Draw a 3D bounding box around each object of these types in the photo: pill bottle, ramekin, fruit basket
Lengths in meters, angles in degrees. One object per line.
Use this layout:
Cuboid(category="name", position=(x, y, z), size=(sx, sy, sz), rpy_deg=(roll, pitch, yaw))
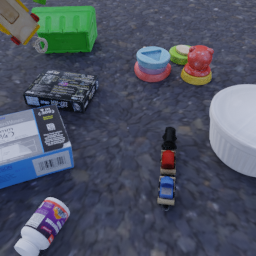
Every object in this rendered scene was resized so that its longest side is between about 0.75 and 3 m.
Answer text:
Cuboid(category="pill bottle", position=(-1.747, 2.045, 5.709), size=(0.631, 0.631, 1.133), rpy_deg=(17, 45, 18))
Cuboid(category="ramekin", position=(3.392, 0.107, 7.329), size=(2.679, 1.248, 2.679), rpy_deg=(0, 42, 0))
Cuboid(category="fruit basket", position=(-2.592, -4.417, 11.904), size=(2.708, 1.953, 2.708), rpy_deg=(1, 61, -1))

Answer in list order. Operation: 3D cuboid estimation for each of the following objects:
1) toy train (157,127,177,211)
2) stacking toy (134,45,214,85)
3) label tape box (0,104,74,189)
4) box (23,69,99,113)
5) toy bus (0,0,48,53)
Cuboid(category="toy train", position=(1.014, 0.882, 6.991), size=(0.431, 0.579, 2.527), rpy_deg=(5, 44, 6))
Cuboid(category="stacking toy", position=(1.675, -2.838, 10.516), size=(2.835, 1.197, 2.566), rpy_deg=(1, 43, 1))
Cuboid(category="label tape box", position=(-2.766, 0.122, 7.592), size=(1.946, 0.854, 2.699), rpy_deg=(-15, 45, -17))
Cuboid(category="box", position=(-2.175, -1.294, 9.370), size=(2.047, 0.446, 1.640), rpy_deg=(8, 42, 8))
Cuboid(category="toy bus", position=(-3.527, -3.316, 8.176), size=(2.019, 2.140, 1.106), rpy_deg=(-19, 39, -40))
